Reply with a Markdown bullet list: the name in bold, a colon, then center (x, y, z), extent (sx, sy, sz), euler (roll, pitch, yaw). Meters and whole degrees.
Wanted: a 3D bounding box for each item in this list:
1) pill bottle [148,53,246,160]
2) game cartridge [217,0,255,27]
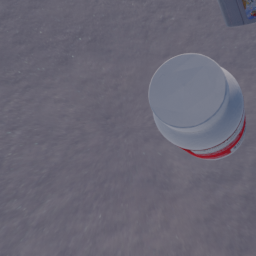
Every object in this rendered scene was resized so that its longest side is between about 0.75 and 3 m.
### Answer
- **pill bottle**: center (1.373, -0.274, 5.257), extent (1.531, 2.728, 1.531), euler (-6, 76, 23)
- **game cartridge**: center (3.298, -3.399, 6.886), extent (2.068, 1.377, 0.429), euler (-18, 18, 30)
